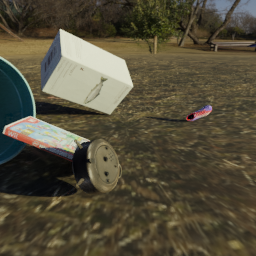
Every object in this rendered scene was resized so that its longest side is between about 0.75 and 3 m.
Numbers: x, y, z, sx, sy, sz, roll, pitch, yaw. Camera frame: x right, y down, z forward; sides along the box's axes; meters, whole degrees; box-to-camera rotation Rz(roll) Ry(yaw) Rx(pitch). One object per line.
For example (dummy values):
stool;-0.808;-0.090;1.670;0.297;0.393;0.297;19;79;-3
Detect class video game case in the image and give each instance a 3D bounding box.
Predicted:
video game case;-1.325;0.284;5.660;1.918;0.167;1.371;22;9;-5

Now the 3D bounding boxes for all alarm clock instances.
alarm clock;-0.411;0.640;4.605;0.424;0.860;1.275;-14;-19;25

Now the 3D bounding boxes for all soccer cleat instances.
soccer cleat;2.201;-0.441;8.705;0.839;0.280;0.321;-26;-8;26

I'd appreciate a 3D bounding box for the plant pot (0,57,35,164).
plant pot;-3.622;-0.322;6.036;2.131;2.267;2.267;-3;14;31

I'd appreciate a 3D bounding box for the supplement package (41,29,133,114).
supplement package;-1.334;-1.721;9.026;2.496;1.459;1.464;18;39;-33
